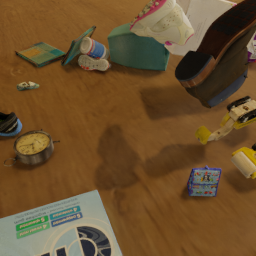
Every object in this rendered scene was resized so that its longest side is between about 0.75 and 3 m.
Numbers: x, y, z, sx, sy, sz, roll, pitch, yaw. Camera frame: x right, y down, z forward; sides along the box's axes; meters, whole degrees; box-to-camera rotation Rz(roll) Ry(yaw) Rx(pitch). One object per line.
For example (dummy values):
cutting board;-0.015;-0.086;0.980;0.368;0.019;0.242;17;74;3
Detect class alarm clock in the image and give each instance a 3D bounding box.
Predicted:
alarm clock;-2.700;0.618;7.677;1.016;0.502;1.507;29;45;30

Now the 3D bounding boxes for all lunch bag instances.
lunch bag;1.810;1.201;6.651;0.658;0.874;0.411;1;39;1

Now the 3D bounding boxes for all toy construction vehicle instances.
toy construction vehicle;3.583;0.347;7.853;2.709;0.954;2.359;-24;56;-23

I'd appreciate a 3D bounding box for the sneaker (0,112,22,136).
sneaker;-4.308;-0.246;8.437;2.127;0.881;0.754;1;37;1

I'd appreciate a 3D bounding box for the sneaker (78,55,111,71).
sneaker;-1.398;-2.712;11.916;1.532;0.591;0.628;19;16;22

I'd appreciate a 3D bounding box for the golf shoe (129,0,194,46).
golf shoe;0.734;-2.376;6.611;0.974;1.183;2.586;-47;16;9

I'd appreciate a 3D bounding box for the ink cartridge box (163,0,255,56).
ink cartridge box;2.735;-3.291;9.223;2.876;1.801;1.849;6;30;-17

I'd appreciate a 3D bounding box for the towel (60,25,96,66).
towel;-2.175;-3.639;12.331;0.219;1.482;2.021;38;42;-8

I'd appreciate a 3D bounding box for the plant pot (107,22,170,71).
plant pot;0.479;-3.629;12.056;2.453;1.733;1.734;4;39;14

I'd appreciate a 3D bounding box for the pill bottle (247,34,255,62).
pill bottle;4.635;-3.634;12.194;2.549;1.433;1.433;4;39;4

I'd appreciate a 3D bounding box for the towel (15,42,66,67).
towel;-4.027;-3.428;12.929;2.137;0.232;1.567;31;48;34

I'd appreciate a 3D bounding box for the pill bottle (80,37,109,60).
pill bottle;-1.405;-3.363;12.094;0.710;0.710;1.265;37;16;37

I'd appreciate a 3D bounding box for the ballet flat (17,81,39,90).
ballet flat;-3.801;-1.616;10.621;0.824;0.306;0.306;-14;41;-17

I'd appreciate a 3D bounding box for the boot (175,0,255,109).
boot;2.495;-1.818;6.879;2.896;1.403;1.082;-44;40;2

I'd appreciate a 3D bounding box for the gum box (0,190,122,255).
gum box;-1.252;2.587;5.151;2.254;0.591;2.653;-13;41;-16
